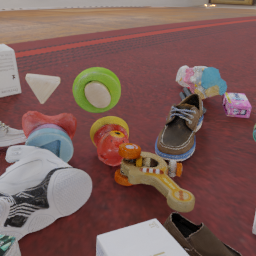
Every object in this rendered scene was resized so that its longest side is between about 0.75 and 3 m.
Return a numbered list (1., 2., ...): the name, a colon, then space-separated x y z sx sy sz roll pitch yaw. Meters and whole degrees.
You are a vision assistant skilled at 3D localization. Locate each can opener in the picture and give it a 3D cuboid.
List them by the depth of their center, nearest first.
1. can opener: 2.058 -0.847 9.156 0.536 0.424 1.611 30 22 -20

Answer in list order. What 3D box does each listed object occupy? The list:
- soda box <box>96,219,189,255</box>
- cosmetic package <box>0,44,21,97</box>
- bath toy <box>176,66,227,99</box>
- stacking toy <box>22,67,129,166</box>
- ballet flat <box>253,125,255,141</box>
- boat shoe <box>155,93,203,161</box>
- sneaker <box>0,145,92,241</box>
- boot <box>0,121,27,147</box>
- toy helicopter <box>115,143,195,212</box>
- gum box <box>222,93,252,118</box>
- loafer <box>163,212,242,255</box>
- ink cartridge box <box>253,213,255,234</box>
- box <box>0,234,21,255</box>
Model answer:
1. soda box: 0.591 2.121 2.705 0.923 0.863 2.711 -7 24 -28
2. cosmetic package: -4.757 -2.021 9.954 1.316 1.597 1.317 -20 34 -32
3. bath toy: 2.467 -1.623 9.778 0.923 1.086 2.498 9 13 -12
4. stacking toy: -1.051 -0.046 5.835 2.380 2.154 1.005 -5 38 -9
5. ballet flat: 4.248 0.132 6.261 2.739 1.017 1.017 3 27 -10
6. boat shoe: 1.333 -0.147 7.125 0.961 0.963 2.660 10 30 18
7. sneaker: -2.066 1.119 4.808 2.623 0.986 1.508 -16 31 -36
8. boot: -3.128 0.037 6.749 1.568 0.749 0.577 -8 12 -6
9. toy helicopter: 0.641 0.942 5.294 1.280 0.763 1.935 -2 21 -27
10. gum box: 3.395 -0.723 8.810 0.664 0.387 1.170 5 29 7
11. loafer: 1.080 1.712 4.161 1.361 0.483 0.497 20 34 33
12. ink cartridge box: 2.512 1.186 4.778 0.486 0.834 1.154 14 31 24
13. box: -2.134 1.711 3.073 2.094 1.511 0.381 5 25 7
